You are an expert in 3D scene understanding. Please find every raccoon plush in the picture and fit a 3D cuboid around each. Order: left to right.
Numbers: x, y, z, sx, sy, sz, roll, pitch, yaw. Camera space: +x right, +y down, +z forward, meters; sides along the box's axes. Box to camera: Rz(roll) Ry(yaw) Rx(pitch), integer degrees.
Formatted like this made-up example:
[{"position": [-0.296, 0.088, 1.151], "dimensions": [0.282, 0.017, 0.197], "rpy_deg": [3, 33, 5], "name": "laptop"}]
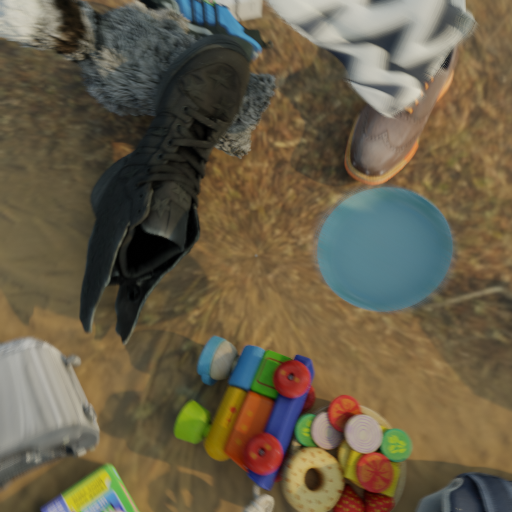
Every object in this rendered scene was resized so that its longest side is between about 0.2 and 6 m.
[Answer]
[{"position": [-1.490, -2.407, 8.047], "dimensions": [2.484, 1.794, 3.708], "rpy_deg": [35, 33, 24], "name": "raccoon plush"}]

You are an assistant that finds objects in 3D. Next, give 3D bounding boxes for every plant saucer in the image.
[{"position": [1.416, -0.068, 6.246], "dimensions": [1.454, 0.199, 1.454], "rpy_deg": [-6, 68, 16], "name": "plant saucer"}]

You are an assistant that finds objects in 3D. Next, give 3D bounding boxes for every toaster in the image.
[{"position": [-3.168, 2.036, 6.966], "dimensions": [2.228, 1.266, 1.439], "rpy_deg": [-24, 65, -5], "name": "toaster"}]

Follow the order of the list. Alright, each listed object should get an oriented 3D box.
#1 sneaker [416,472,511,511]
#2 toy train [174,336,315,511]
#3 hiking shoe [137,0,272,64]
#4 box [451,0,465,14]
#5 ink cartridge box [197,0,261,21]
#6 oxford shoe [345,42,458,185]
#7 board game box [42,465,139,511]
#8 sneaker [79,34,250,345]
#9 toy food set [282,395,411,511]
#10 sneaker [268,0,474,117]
[{"position": [2.716, 3.979, 5.997], "dimensions": [2.300, 1.210, 3.183], "rpy_deg": [13, 57, -6], "name": "sneaker"}, {"position": [-0.363, 2.353, 6.968], "dimensions": [1.533, 1.122, 2.650], "rpy_deg": [17, 67, 19], "name": "toy train"}, {"position": [-1.000, -4.063, 9.870], "dimensions": [2.483, 0.924, 1.077], "rpy_deg": [40, 69, 4], "name": "hiking shoe"}, {"position": [3.342, -4.353, 10.103], "dimensions": [0.672, 0.579, 0.676], "rpy_deg": [8, 65, 3], "name": "box"}, {"position": [-0.519, -4.763, 10.348], "dimensions": [1.094, 0.460, 0.798], "rpy_deg": [-13, 67, -6], "name": "ink cartridge box"}, {"position": [2.340, -2.520, 8.997], "dimensions": [1.109, 1.134, 3.110], "rpy_deg": [27, 69, 11], "name": "oxford shoe"}, {"position": [-2.378, 3.937, 6.608], "dimensions": [2.457, 0.358, 1.653], "rpy_deg": [-34, 71, -14], "name": "board game box"}, {"position": [-1.187, -0.861, 7.520], "dimensions": [3.979, 1.195, 2.075], "rpy_deg": [-48, 42, 21], "name": "sneaker"}, {"position": [1.160, 2.598, 7.079], "dimensions": [1.556, 0.378, 1.540], "rpy_deg": [22, 68, 1], "name": "toy food set"}, {"position": [1.360, -3.237, 6.567], "dimensions": [2.914, 1.896, 1.163], "rpy_deg": [41, 28, -16], "name": "sneaker"}]
